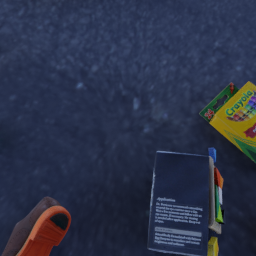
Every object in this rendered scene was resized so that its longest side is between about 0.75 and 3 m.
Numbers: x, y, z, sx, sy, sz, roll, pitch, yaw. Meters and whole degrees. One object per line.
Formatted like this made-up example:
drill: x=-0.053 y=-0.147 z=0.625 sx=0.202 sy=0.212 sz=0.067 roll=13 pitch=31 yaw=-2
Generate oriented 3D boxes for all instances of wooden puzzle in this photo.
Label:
wooden puzzle: x=1.866 y=1.483 z=5.937 sx=0.278 sy=1.606 sz=2.381 roll=-4 pitch=71 yaw=22

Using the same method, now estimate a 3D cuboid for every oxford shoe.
oxford shoe: x=-2.212 y=2.635 z=5.981 sx=2.489 sy=0.886 sz=0.903 roll=-52 pitch=40 yaw=-10

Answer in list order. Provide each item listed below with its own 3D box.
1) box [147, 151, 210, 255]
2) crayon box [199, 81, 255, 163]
box: x=0.985 y=1.606 z=5.731 sx=1.050 sy=1.758 sz=1.788 roll=5 pitch=67 yaw=7
crayon box: x=3.165 y=-0.159 z=7.115 sx=1.455 sy=0.582 sz=2.292 roll=-43 pitch=73 yaw=-15
